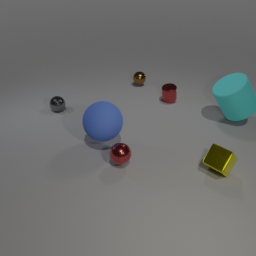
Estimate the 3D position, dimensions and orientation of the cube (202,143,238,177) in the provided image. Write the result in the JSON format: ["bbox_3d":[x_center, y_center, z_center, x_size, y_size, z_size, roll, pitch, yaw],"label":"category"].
[{"bbox_3d":[2.856,1.002,8.675,0.700,0.700,0.700,29,-4,38],"label":"cube"}]

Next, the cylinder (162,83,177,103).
[{"bbox_3d":[1.958,-1.645,13.284,0.700,0.700,0.700,-4,43,4],"label":"cylinder"}]

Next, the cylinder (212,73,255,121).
[{"bbox_3d":[4.309,-1.237,11.244,1.400,1.400,1.400,-28,30,18],"label":"cylinder"}]

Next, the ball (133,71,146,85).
[{"bbox_3d":[0.616,-2.673,14.987,0.700,0.700,0.700,0,31,0],"label":"ball"}]

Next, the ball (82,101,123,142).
[{"bbox_3d":[-0.869,-0.230,9.691,1.400,1.400,1.400,0,31,0],"label":"ball"}]

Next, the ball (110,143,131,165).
[{"bbox_3d":[-0.238,0.819,8.983,0.700,0.700,0.700,0,31,0],"label":"ball"}]

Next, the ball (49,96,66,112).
[{"bbox_3d":[-3.139,-1.074,12.478,0.700,0.700,0.700,0,31,0],"label":"ball"}]
